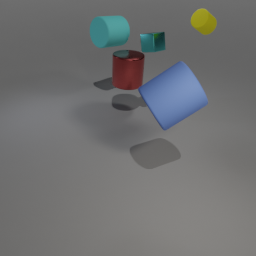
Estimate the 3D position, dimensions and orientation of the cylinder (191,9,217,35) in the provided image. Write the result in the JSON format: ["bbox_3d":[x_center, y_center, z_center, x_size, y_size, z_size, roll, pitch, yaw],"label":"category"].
[{"bbox_3d":[2.756,-3.853,10.187,0.700,0.700,0.700,11,15,-47],"label":"cylinder"}]

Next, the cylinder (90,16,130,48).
[{"bbox_3d":[-0.872,-4.615,13.421,1.400,1.400,1.400,26,35,37],"label":"cylinder"}]

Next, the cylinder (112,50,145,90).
[{"bbox_3d":[-0.001,-2.587,12.422,1.400,1.400,1.400,2,31,-1],"label":"cylinder"}]

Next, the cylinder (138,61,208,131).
[{"bbox_3d":[1.218,-0.867,7.691,1.400,1.400,1.400,-32,31,8],"label":"cylinder"}]

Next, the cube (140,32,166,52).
[{"bbox_3d":[0.991,-3.398,11.093,0.700,0.700,0.700,-23,26,-39],"label":"cube"}]
